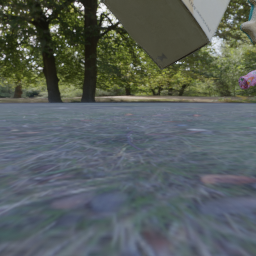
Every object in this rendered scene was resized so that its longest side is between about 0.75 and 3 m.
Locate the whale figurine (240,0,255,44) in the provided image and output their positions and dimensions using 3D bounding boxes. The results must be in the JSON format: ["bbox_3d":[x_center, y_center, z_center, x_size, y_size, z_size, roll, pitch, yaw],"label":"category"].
[{"bbox_3d":[3.263,-2.672,6.792,1.216,1.529,0.793,43,-10,-8],"label":"whale figurine"}]

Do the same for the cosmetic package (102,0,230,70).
[{"bbox_3d":[0.932,-2.458,4.635,1.000,1.480,2.813,-21,33,48],"label":"cosmetic package"}]

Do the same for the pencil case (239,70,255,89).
[{"bbox_3d":[3.707,-1.478,8.201,0.949,0.415,0.415,-27,14,-14],"label":"pencil case"}]
